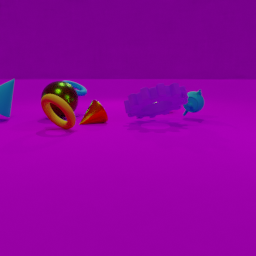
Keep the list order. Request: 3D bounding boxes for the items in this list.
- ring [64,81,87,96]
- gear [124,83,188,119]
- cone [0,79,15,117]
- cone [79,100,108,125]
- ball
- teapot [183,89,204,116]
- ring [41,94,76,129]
[{"bbox_3d":[-2.156,-1.580,11.131,1.089,0.218,1.089,21,21,-9],"label":"ring"},{"bbox_3d":[0.888,-0.814,8.888,1.984,0.367,1.984,-10,-16,-3],"label":"gear"},{"bbox_3d":[-4.217,-1.190,9.534,1.199,1.204,1.199,35,-2,1],"label":"cone"},{"bbox_3d":[-1.225,-0.332,8.959,0.846,0.842,0.842,-36,27,-24],"label":"cone"},{"bbox_3d":[-2.411,-1.008,9.921,1.299,1.299,1.299,0,11,0],"label":"ball"},{"bbox_3d":[2.297,-0.913,9.909,0.774,1.245,0.610,38,37,14],"label":"teapot"},{"bbox_3d":[-1.954,-0.444,7.841,1.171,1.171,0.234,8,45,37],"label":"ring"}]
